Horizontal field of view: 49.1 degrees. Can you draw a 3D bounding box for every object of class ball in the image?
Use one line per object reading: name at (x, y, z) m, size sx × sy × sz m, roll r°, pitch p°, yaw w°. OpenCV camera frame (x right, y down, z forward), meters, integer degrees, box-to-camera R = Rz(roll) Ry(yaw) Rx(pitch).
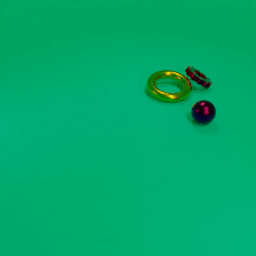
ball at (2.412, -0.506, 8.940) m, size 0.784 × 0.784 × 0.784 m, roll 0°, pitch 38°, yaw 0°

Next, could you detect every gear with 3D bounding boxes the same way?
gear at (2.725, -1.979, 10.838) m, size 1.146 × 0.212 × 1.146 m, roll 25°, pitch 31°, yaw -16°

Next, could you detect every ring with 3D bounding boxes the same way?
ring at (1.544, -1.591, 10.486) m, size 1.719 × 0.344 × 1.719 m, roll 2°, pitch 47°, yaw -2°
